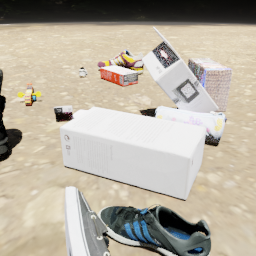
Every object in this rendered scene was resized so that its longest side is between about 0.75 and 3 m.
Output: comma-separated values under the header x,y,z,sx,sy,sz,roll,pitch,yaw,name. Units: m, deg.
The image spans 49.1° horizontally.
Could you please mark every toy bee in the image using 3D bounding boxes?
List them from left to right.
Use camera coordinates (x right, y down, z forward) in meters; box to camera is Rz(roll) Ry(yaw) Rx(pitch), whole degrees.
x,y,z,sx,sy,sz,roll,pitch,yaw,name
-3.587,-1.266,10.119,0.776,0.645,1.186,-15,29,-26,toy bee

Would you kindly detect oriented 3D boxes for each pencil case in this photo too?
x,y,z,sx,sy,sz,roll,pitch,yaw,name
1.620,-0.118,7.413,1.825,0.828,0.759,8,54,21,pencil case

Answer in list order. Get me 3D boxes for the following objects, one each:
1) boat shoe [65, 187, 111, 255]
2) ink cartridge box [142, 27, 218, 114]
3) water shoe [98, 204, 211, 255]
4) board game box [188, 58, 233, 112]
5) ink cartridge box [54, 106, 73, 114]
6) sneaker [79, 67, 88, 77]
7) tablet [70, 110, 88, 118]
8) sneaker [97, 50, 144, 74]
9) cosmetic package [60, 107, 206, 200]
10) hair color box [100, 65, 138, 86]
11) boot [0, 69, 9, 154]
x,y,z,sx,sy,sz,roll,pitch,yaw,name
-0.537,1.626,3.946,0.592,0.718,2.091,-2,31,-19,boat shoe
1.317,-1.419,7.907,0.873,2.617,1.515,-39,34,14,ink cartridge box
0.361,1.412,4.261,1.828,0.721,0.654,12,28,24,water shoe
2.724,-1.537,9.740,0.869,1.431,1.795,-3,26,-7,board game box
-2.049,-0.566,8.855,0.546,0.214,1.153,-5,4,-13,ink cartridge box
-2.165,-2.779,13.597,0.378,0.438,0.999,-4,24,-4,sneaker
-1.260,-0.426,8.859,0.983,0.067,0.639,6,28,23,tablet
-0.376,-3.391,14.068,2.511,1.132,0.941,8,26,17,sneaker
0.108,0.408,6.074,2.805,0.999,1.423,11,27,23,cosmetic package
-0.416,-2.371,12.597,0.884,0.533,1.742,-18,29,-34,hair color box
-3.599,-0.585,6.971,0.985,1.957,2.617,-14,21,-33,boot
